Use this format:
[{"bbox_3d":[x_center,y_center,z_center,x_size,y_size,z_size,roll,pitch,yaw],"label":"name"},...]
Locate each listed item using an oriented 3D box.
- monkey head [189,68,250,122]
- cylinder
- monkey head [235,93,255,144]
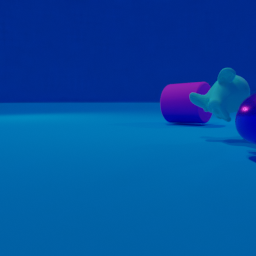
[{"bbox_3d":[1.758,-0.650,5.324,1.001,0.839,1.392,29,1,29],"label":"monkey head"},{"bbox_3d":[1.856,-0.775,8.778,1.247,1.247,1.247,3,6,40],"label":"cylinder"},{"bbox_3d":[1.902,-0.117,3.543,0.975,0.817,1.355,-20,-15,-4],"label":"monkey head"}]
